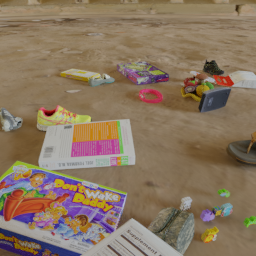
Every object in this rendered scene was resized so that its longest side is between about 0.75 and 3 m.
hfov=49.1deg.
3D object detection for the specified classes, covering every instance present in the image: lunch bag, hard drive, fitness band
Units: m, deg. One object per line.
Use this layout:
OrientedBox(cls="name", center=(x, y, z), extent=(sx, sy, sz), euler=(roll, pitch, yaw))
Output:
OrientedBox(cls="lunch bag", center=(0.662, 1.685, 4.581), extent=(0.642, 0.533, 0.766), euler=(6, 27, 33))
OrientedBox(cls="hard drive", center=(2.925, -0.985, 9.495), extent=(1.196, 0.807, 0.253), euler=(-14, 41, -27))
OrientedBox(cls="fitness band", center=(0.871, -1.229, 10.700), extent=(0.814, 0.212, 1.134), euler=(-3, 28, -12))

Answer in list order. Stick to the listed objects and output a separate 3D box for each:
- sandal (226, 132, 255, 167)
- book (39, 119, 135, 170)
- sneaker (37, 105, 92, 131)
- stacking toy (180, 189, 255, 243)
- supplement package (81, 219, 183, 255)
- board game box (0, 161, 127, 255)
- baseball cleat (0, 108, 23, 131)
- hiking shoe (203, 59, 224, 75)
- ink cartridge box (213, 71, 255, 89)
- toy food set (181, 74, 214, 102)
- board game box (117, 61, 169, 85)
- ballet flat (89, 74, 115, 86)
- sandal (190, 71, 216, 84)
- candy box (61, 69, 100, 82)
OrientedBox(cls="sandal", center=(3.552, 0.378, 6.971), extent=(2.438, 0.666, 0.996), euler=(-6, 27, -11))
OrientedBox(cls="book", center=(-0.992, 0.413, 7.069), extent=(2.213, 0.532, 1.478), euler=(-2, 33, -4))
OrientedBox(cls="sneaker", center=(-1.896, -0.312, 8.265), extent=(1.634, 0.738, 0.639), euler=(-2, 26, -6))
OrientedBox(cls="stacking toy", center=(1.636, 1.562, 5.124), extent=(1.161, 0.273, 0.875), euler=(-8, 29, -20))
OrientedBox(cls="supplement package", center=(-0.151, 2.229, 2.271), extent=(2.086, 1.583, 1.572), euler=(-24, 35, -39))
OrientedBox(cls="board game box", center=(-1.243, 1.410, 4.647), extent=(2.173, 0.486, 1.461), euler=(15, 29, 5))
OrientedBox(cls="baseball cleat", center=(-3.614, -0.264, 8.627), extent=(0.647, 0.424, 1.216), euler=(-7, 37, -26))
OrientedBox(cls="hiking shoe", center=(4.142, -2.947, 13.584), extent=(0.480, 0.638, 1.268), euler=(-16, 31, -29))
OrientedBox(cls="ink cartridge box", center=(4.715, -2.187, 12.256), extent=(1.720, 0.407, 1.377), euler=(7, 28, 4))
OrientedBox(cls="toy food set", center=(2.749, -1.718, 11.079), extent=(1.263, 0.701, 2.147), euler=(1, 27, 3))
OrientedBox(cls="board game box", center=(0.636, -2.669, 13.365), extent=(1.597, 0.430, 2.660), euler=(-6, 27, -20))
OrientedBox(cls="ballet flat", center=(-1.125, -2.146, 12.237), extent=(1.346, 0.429, 0.454), euler=(-21, 33, -35))
OrientedBox(cls="sandal", center=(3.273, -2.118, 12.328), extent=(1.269, 0.364, 0.486), euler=(21, 31, -5))
OrientedBox(cls="candy box", center=(-2.251, -2.497, 13.155), extent=(1.690, 0.223, 0.864), euler=(16, 33, 29))
